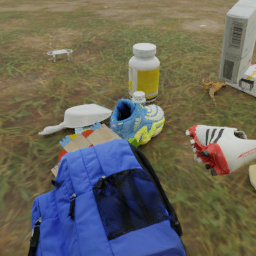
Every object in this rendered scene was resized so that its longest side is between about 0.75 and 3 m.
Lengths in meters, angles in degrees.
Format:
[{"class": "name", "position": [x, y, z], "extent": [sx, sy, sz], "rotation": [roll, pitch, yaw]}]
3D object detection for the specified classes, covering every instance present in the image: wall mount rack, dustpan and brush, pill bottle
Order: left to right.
[{"class": "wall mount rack", "position": [-3.726, -4.002, 15.267], "extent": [1.336, 0.498, 1.161], "rotation": [-13, 39, -18]}, {"class": "dustpan and brush", "position": [-1.886, -0.257, 9.522], "extent": [2.352, 0.673, 1.642], "rotation": [-11, 20, -31]}, {"class": "pill bottle", "position": [0.389, -0.851, 10.121], "extent": [0.493, 0.866, 0.493], "rotation": [0, 34, 0]}, {"class": "pill bottle", "position": [0.621, -2.130, 10.914], "extent": [1.184, 2.113, 1.184], "rotation": [0, 34, 0]}]

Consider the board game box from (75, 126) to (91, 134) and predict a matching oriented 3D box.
[{"class": "board game box", "position": [-1.206, 0.348, 8.859], "extent": [0.869, 0.270, 1.151], "rotation": [-7, 34, -10]}]

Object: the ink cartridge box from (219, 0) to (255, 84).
[{"class": "ink cartridge box", "position": [3.993, -3.190, 8.939], "extent": [0.697, 2.361, 2.950], "rotation": [29, 62, 31]}]

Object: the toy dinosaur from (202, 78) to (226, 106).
[{"class": "toy dinosaur", "position": [3.540, -1.652, 11.598], "extent": [1.040, 0.591, 1.957], "rotation": [22, 40, 27]}]

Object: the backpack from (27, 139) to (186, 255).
[{"class": "backpack", "position": [-0.441, 1.620, 5.079], "extent": [2.432, 2.355, 2.899], "rotation": [-10, 36, -10]}]

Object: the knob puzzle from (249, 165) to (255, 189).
[{"class": "knob puzzle", "position": [3.860, 1.452, 7.221], "extent": [1.729, 0.240, 1.729], "rotation": [0, 34, 0]}]

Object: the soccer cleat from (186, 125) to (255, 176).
[{"class": "soccer cleat", "position": [1.742, 0.311, 5.389], "extent": [0.933, 0.752, 2.191], "rotation": [-19, 7, 4]}]

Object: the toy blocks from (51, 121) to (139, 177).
[{"class": "toy blocks", "position": [-1.142, 0.693, 7.377], "extent": [2.392, 1.195, 1.635], "rotation": [-42, 46, -11]}]

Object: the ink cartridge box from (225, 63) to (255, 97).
[{"class": "ink cartridge box", "position": [5.442, -2.080, 12.017], "extent": [1.426, 0.827, 1.932], "rotation": [-20, 37, -28]}]

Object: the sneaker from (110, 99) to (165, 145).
[{"class": "sneaker", "position": [0.372, -0.354, 8.753], "extent": [1.117, 1.550, 2.950], "rotation": [16, 37, 23]}]
